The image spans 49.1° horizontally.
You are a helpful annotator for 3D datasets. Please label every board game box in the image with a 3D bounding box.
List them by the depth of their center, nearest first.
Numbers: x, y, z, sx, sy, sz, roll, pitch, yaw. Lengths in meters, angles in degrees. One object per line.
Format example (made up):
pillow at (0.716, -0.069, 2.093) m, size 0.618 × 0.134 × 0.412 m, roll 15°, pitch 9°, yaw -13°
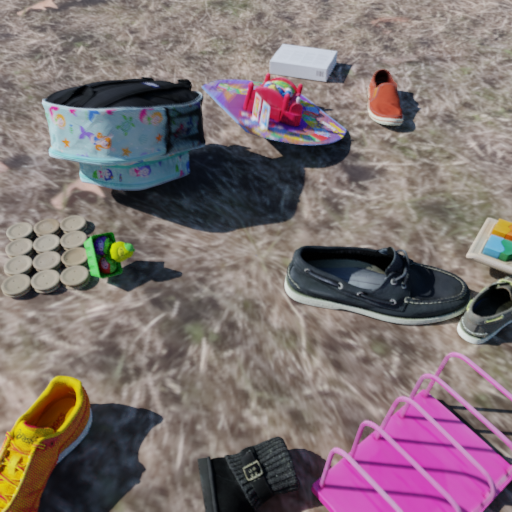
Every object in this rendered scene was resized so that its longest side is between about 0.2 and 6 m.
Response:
board game box at (0.573, -4.096, 14.411) m, size 3.120 × 0.769 × 3.950 m, roll -7°, pitch 41°, yaw -30°

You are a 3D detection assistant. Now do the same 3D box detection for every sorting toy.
sorting toy at (5.215, -0.101, 10.752) m, size 1.901 × 0.375 × 2.053 m, roll 23°, pitch 35°, yaw 23°

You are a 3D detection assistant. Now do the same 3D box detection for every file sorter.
file sorter at (2.232, 2.648, 7.255) m, size 2.409 × 1.511 × 1.674 m, roll -29°, pitch 55°, yaw -28°

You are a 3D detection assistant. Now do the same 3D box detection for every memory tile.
memory tile at (-4.150, -0.031, 11.155) m, size 1.640 × 0.180 × 2.140 m, roll -10°, pitch 44°, yaw -11°

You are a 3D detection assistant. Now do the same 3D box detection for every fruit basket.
fruit basket at (-2.727, -0.030, 10.474) m, size 0.886 × 0.886 × 0.639 m, roll 29°, pitch 26°, yaw 27°

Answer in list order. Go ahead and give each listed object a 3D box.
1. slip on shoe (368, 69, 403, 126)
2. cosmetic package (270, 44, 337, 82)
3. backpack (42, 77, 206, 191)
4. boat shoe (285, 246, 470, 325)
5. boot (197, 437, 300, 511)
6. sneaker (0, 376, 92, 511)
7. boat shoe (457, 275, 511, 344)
slip on shoe at (3.511, -4.312, 15.281) m, size 0.896 × 0.740 × 2.420 m, roll 3°, pitch 45°, yaw 0°
cosmetic package at (1.462, -5.944, 17.199) m, size 1.792 × 0.463 × 1.351 m, roll 14°, pitch 47°, yaw 14°
backpack at (-2.883, -2.653, 11.963) m, size 2.709 × 2.297 × 3.051 m, roll 15°, pitch 22°, yaw 28°
boat shoe at (2.210, 0.337, 10.066) m, size 3.361 × 1.114 × 1.256 m, roll 9°, pitch 45°, yaw 10°
boot at (-0.011, 3.244, 7.325) m, size 1.312 × 0.660 × 1.755 m, roll -9°, pitch 44°, yaw -9°
sneaker at (-3.206, 2.841, 7.467) m, size 1.035 × 1.094 × 2.836 m, roll 11°, pitch 46°, yaw 10°
boat shoe at (4.369, 0.802, 9.951) m, size 2.030 × 0.607 × 0.726 m, roll -31°, pitch 51°, yaw -28°
